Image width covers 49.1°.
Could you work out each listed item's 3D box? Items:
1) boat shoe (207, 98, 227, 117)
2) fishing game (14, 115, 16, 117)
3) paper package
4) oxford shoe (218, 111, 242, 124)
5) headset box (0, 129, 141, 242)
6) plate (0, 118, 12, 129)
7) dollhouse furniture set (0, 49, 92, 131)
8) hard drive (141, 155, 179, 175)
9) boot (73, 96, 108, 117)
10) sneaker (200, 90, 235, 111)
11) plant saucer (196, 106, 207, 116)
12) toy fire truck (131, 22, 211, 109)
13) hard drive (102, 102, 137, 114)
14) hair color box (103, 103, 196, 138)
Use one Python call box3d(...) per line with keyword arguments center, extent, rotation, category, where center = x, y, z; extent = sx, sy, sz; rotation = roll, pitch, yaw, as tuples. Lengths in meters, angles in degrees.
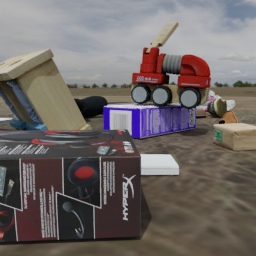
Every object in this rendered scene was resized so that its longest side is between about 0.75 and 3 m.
box3d(center=(4.149, -0.931, 13.231), extent=(0.804, 0.874, 2.446), rotation=(-7, 3, 28), category="boat shoe")
box3d(center=(-3.387, -0.373, 10.033), extent=(1.342, 0.291, 1.873), rotation=(13, 4, -19), category="fishing game")
box3d(center=(2.502, 0.186, 6.307), extent=(0.880, 0.478, 0.923), rotation=(-2, 9, -12), category="paper package")
box3d(center=(3.133, -0.210, 8.872), extent=(0.584, 0.584, 1.639), rotation=(-3, 9, 11), category="oxford shoe")
box3d(center=(-0.959, 0.495, 3.021), extent=(2.066, 0.775, 1.536), rotation=(0, 8, -3), category="headset box")
box3d(center=(-5.063, 0.011, 7.745), extent=(2.602, 0.421, 2.607), rotation=(1, 8, 14), category="plate")
box3d(center=(-2.486, -0.040, 5.324), extent=(1.815, 1.825, 2.590), rotation=(8, 41, 47), category="dollhouse furniture set")
box3d(center=(0.143, 0.592, 4.579), extent=(1.231, 0.162, 0.812), rotation=(0, 8, -1), category="hard drive")
box3d(center=(-1.858, -0.821, 11.644), extent=(2.427, 0.927, 2.039), rotation=(-9, 7, -15), category="boot")
box3d(center=(4.698, -1.548, 15.798), extent=(2.812, 1.241, 1.144), rotation=(-1, 8, -8), category="sneaker")
box3d(center=(2.237, -0.854, 13.320), extent=(2.964, 0.475, 2.964), rotation=(2, 5, 0), category="plant saucer")
box3d(center=(1.287, -1.843, 7.872), extent=(2.099, 2.385, 1.534), rotation=(8, 12, 24), category="toy fire truck")
box3d(center=(-0.523, -1.080, 14.950), extent=(2.608, 0.552, 1.759), rotation=(-6, 10, -38), category="hard drive")
box3d(center=(0.742, -0.313, 8.511), extent=(1.478, 0.876, 2.704), rotation=(7, 9, 43), category="hair color box")
